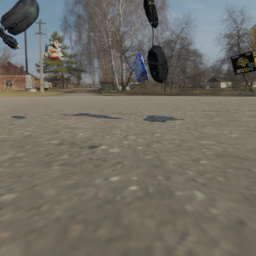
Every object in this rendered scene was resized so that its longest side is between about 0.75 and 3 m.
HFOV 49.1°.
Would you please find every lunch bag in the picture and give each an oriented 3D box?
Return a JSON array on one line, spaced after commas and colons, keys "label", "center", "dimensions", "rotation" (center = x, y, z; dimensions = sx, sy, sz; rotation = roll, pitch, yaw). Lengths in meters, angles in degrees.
[{"label": "lunch bag", "center": [0.438, -2.064, 9.502], "dimensions": [0.417, 0.668, 0.887], "rotation": [-14, -13, -1]}]

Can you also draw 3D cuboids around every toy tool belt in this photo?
[{"label": "toy tool belt", "center": [-2.266, -2.360, 8.441], "dimensions": [0.633, 0.623, 1.014], "rotation": [-12, 11, -12]}]

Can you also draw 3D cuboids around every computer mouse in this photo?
[{"label": "computer mouse", "center": [-2.850, -2.807, 7.389], "dimensions": [0.375, 1.422, 0.985], "rotation": [41, -3, 39]}, {"label": "computer mouse", "center": [0.882, -2.627, 8.505], "dimensions": [0.444, 2.610, 0.765], "rotation": [-20, 30, -18]}]

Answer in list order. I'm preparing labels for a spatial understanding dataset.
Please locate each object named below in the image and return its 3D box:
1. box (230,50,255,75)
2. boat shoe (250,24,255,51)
[{"label": "box", "center": [3.507, -1.956, 8.404], "dimensions": [0.187, 0.604, 0.757], "rotation": [-29, 15, -31]}, {"label": "boat shoe", "center": [3.717, -2.386, 7.479], "dimensions": [0.825, 0.774, 2.239], "rotation": [-1, 14, 19]}]
